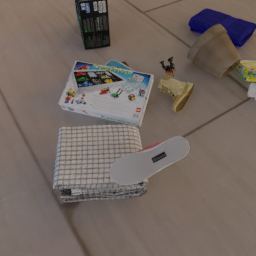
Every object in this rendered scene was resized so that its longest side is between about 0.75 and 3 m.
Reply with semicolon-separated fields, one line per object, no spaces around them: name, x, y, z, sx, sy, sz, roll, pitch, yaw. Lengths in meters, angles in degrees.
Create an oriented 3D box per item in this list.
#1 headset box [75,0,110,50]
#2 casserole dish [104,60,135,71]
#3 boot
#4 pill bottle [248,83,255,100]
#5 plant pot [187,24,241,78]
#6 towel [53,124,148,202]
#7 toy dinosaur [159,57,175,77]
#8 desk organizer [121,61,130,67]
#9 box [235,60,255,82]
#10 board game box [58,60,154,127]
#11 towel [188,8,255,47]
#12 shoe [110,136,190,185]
headset box;-1.657;-5.228;12.472;1.211;2.272;2.609;-11;51;-9
casserole dish;-0.307;-1.942;10.746;1.977;0.384;1.198;35;76;18
boot;1.619;-1.308;10.355;1.228;0.575;1.580;24;53;18
pill bottle;5.100;-1.269;10.242;1.258;0.705;0.705;14;52;11
plant pot;3.515;-2.881;11.072;1.803;1.803;1.565;-32;73;-23
towel;-0.800;1.030;8.154;2.522;1.079;2.088;-3;52;-5
toy dinosaur;1.517;-2.144;10.072;0.521;0.693;1.021;-24;15;6
desk organizer;-0.524;-2.278;11.273;1.138;0.408;0.438;-20;51;-16
box;4.911;-2.165;10.719;1.109;0.457;1.890;5;26;4
board game box;-0.752;-1.283;10.024;2.995;0.518;1.890;13;70;11
towel;4.422;-4.727;13.185;2.735;0.678;2.020;31;50;23
shoe;0.542;0.840;7.078;2.053;0.934;0.733;-24;81;-2
